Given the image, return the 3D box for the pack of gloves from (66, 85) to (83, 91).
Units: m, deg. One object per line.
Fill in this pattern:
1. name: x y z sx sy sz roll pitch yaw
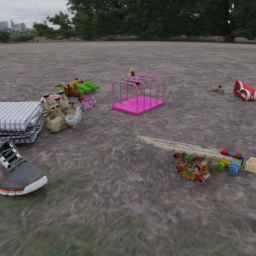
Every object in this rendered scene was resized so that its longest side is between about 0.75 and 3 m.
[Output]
1. pack of gloves: -3.302 -2.634 17.456 1.579 0.371 1.879 -11 25 -23

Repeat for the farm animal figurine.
1. farm animal figurine: -2.438 -0.642 11.563 2.200 1.370 2.724 -27 33 -13

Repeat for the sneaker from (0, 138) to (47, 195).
1. sneaker: -3.402 0.914 7.670 2.831 1.159 1.091 14 26 30

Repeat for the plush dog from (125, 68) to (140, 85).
1. plush dog: 0.345 -3.262 18.444 0.910 1.134 0.974 -40 21 -7

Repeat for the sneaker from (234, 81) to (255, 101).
1. sneaker: 6.737 -2.006 15.658 1.160 0.787 2.008 7 34 -4

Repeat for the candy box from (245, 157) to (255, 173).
1. candy box: 3.989 1.178 8.224 0.922 0.255 0.532 16 26 35

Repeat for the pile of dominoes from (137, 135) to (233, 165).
1. pile of dominoes: 1.545 0.701 7.998 2.307 0.367 1.798 10 5 -15

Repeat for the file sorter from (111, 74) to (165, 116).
1. file sorter: 0.542 -1.749 13.807 1.630 1.471 2.345 17 27 36

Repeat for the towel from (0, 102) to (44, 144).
1. towel: -4.419 -0.152 10.408 2.231 1.153 2.694 -1 20 -6

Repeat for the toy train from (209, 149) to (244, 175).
1. toy train: 2.828 0.993 8.440 1.133 0.479 0.655 16 39 27

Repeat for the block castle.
1. block castle: 1.740 1.084 7.854 0.482 0.687 1.028 -32 33 -25

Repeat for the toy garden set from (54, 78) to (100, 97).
1. toy garden set: -3.146 -2.305 16.430 1.901 0.455 2.280 29 36 36

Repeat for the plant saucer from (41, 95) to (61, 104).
1. plant saucer: -3.800 -1.326 14.207 1.548 0.392 1.548 0 23 0

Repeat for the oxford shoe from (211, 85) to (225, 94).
1. oxford shoe: 5.406 -2.374 16.722 0.403 0.428 1.144 -8 23 -19
